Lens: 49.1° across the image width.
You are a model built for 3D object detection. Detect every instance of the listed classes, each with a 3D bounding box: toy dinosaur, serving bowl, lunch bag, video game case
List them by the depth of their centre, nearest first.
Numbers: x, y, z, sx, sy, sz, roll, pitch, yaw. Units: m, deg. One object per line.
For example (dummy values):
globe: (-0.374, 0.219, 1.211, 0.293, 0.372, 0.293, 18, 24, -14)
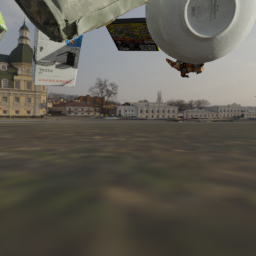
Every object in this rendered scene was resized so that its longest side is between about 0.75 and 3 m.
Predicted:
lunch bag: (-0.930, -2.754, 5.312, 2.157, 2.631, 1.547, -31, -27, -18)
serving bowl: (1.853, -2.877, 6.792, 2.833, 2.833, 0.932, 0, 27, -1)
toy dinosaur: (2.098, -2.539, 10.565, 1.825, 1.239, 0.932, 20, 8, 28)
video game case: (0.199, -3.567, 10.812, 1.827, 0.233, 1.651, 7, -21, 22)

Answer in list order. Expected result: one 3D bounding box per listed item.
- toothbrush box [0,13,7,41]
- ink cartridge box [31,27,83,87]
toothbrush box: (-4.039, -2.978, 7.744, 1.033, 1.418, 0.611, -37, -16, 35)
ink cartridge box: (-2.822, -2.839, 10.985, 1.661, 2.289, 0.958, 0, 38, -25)
